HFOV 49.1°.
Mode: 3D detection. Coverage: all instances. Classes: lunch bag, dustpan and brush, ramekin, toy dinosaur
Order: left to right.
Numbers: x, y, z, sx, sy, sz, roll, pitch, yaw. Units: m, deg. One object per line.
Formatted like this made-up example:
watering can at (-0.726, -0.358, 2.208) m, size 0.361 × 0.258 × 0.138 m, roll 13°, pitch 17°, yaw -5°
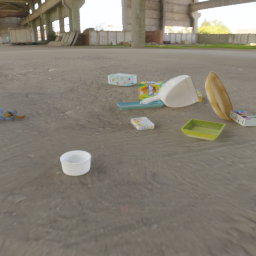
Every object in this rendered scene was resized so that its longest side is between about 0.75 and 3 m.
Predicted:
toy dinosaur at (-5.288, -0.446, 11.932) m, size 1.156 × 0.669 × 1.274 m, roll -5°, pitch -22°, yaw 24°
ramekin at (-1.444, 0.979, 7.797) m, size 0.834 × 0.407 × 0.834 m, roll 1°, pitch 20°, yaw 0°
lunch bag at (-0.330, -3.284, 19.006) m, size 1.789 × 0.690 × 1.435 m, roll 13°, pitch 21°, yaw 31°
dustpan and brush at (1.890, -1.547, 13.596) m, size 2.740 × 1.912 × 0.784 m, roll -24°, pitch 49°, yaw 11°

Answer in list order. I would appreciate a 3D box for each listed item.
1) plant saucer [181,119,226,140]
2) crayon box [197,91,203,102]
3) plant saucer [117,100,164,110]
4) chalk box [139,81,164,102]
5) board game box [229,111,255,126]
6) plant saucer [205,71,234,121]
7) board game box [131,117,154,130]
plant saucer at (2.793, 0.083, 10.362) m, size 1.338 × 0.321 × 1.340 m, roll 11°, pitch 22°, yaw 27°
crayon box at (3.395, -1.728, 15.182) m, size 0.978 × 0.401 × 1.556 m, roll 0°, pitch 20°, yaw 1°
plant saucer at (0.605, -1.129, 13.856) m, size 2.237 × 0.212 × 0.782 m, roll -6°, pitch 21°, yaw -12°
chalk box at (1.417, -1.925, 14.889) m, size 1.561 × 0.974 × 0.967 m, roll 4°, pitch 20°, yaw 13°
board game box at (4.854, -0.410, 11.622) m, size 0.773 × 0.337 × 1.048 m, roll -1°, pitch 21°, yaw -14°
plant saucer at (3.863, -1.303, 11.983) m, size 0.407 × 2.300 × 2.300 m, roll -24°, pitch 6°, yaw 32°
board game box at (0.573, -0.192, 11.327) m, size 0.662 × 0.169 × 0.985 m, roll -6°, pitch 21°, yaw -16°
